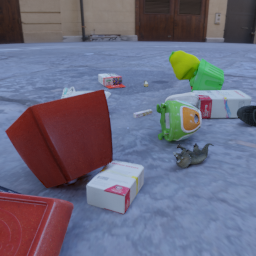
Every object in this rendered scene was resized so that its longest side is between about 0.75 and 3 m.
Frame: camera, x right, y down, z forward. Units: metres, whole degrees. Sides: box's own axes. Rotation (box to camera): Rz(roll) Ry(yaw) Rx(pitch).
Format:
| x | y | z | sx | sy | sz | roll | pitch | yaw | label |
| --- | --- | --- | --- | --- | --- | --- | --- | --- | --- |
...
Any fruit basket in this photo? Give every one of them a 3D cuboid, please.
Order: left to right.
| x | y | z | sx | sy | sz | roll | pitch | yaw | label |
| --- | --- | --- | --- | --- | --- | --- | --- | --- | --- |
| 3.238 | -2.546 | 13.988 | 3.063 | 2.210 | 3.063 | 10 | 26 | -5 | fruit basket |

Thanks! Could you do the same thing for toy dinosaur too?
| x | y | z | sx | sy | sz | roll | pitch | yaw | label |
| --- | --- | --- | --- | --- | --- | --- | --- | --- | --- |
| 1.880 | 0.814 | 8.158 | 1.552 | 0.597 | 0.794 | -2 | 33 | -22 | toy dinosaur |

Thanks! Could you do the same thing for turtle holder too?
| x | y | z | sx | sy | sz | roll | pitch | yaw | label |
| --- | --- | --- | --- | --- | --- | --- | --- | --- | --- |
| 1.700 | -0.172 | 9.606 | 1.328 | 1.870 | 1.420 | -3 | 62 | -5 | turtle holder |

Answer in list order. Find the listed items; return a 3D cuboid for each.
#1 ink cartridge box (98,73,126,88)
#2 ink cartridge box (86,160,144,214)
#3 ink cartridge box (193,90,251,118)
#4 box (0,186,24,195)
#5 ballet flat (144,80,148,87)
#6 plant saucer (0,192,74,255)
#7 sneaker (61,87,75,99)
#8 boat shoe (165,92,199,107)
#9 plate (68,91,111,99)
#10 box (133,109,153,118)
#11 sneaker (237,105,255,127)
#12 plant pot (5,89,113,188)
| x | y | z | sx | sy | sz | roll | pitch | yaw | label |
| --- | --- | --- | --- | --- | --- | --- | --- | --- | --- |
| -1.010 | -2.949 | 17.341 | 1.158 | 0.535 | 2.125 | -8 | 22 | -19 | ink cartridge box |
| -0.252 | 1.342 | 6.644 | 0.943 | 0.542 | 1.300 | 9 | 23 | 21 | ink cartridge box |
| 3.971 | -1.053 | 12.124 | 2.104 | 0.871 | 1.533 | 0 | 20 | 1 | ink cartridge box |
| -2.761 | 1.731 | 5.472 | 1.157 | 0.713 | 1.148 | 10 | 25 | 25 | box |
| 1.088 | -2.733 | 17.188 | 0.292 | 0.268 | 0.851 | -2 | 22 | -4 | ballet flat |
| -2.345 | 1.894 | 4.380 | 2.450 | 0.450 | 2.455 | 6 | 38 | 3 | plant saucer |
| -2.895 | -1.396 | 13.019 | 0.755 | 0.888 | 2.006 | 4 | 22 | 5 | sneaker |
| 2.232 | -1.029 | 11.885 | 0.643 | 0.612 | 1.787 | 28 | -21 | -37 | boat shoe |
| -1.996 | -1.074 | 11.687 | 2.024 | 0.328 | 2.028 | 2 | 34 | 26 | plate |
| 0.651 | -0.621 | 12.030 | 0.936 | 0.194 | 0.181 | -14 | 26 | -34 | box |
| 5.221 | -0.552 | 11.228 | 2.238 | 0.850 | 1.016 | 3 | 14 | -19 | sneaker |
| -1.508 | 0.365 | 6.930 | 1.994 | 1.757 | 1.992 | -21 | -2 | -41 | plant pot |
